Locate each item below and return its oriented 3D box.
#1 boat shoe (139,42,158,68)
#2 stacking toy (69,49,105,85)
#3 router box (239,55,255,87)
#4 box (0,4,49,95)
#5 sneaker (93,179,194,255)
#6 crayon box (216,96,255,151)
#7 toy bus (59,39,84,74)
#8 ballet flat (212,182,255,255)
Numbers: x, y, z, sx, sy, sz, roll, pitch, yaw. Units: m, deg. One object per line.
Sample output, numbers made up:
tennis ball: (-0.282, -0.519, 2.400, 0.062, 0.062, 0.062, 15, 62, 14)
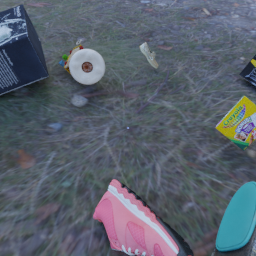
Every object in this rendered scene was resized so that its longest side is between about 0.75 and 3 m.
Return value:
boat shoe: (0.773, -2.436, 9.439, 0.313, 0.963, 0.347, -31, 24, 23)
stacking toy: (-1.223, -1.997, 8.617, 1.030, 1.030, 1.410, -3, 25, -4)
router box: (4.282, -1.702, 8.542, 0.363, 1.093, 1.390, 19, 26, -38)
box: (-3.866, -2.280, 8.455, 2.314, 1.459, 2.354, -21, 48, -5)
sneaker: (0.209, 1.829, 4.700, 0.939, 0.798, 2.166, -49, 48, -5)
crayon box: (2.657, -0.110, 6.427, 0.830, 0.962, 0.280, 40, 20, 8)
toy bus: (-1.679, -2.297, 9.466, 1.126, 0.582, 1.063, -44, 39, 3)
ballet flat: (1.697, 2.073, 4.175, 0.965, 0.965, 2.682, 22, 54, 24)
